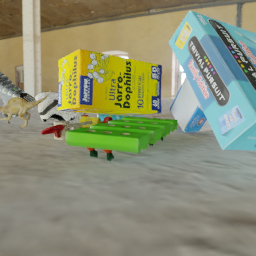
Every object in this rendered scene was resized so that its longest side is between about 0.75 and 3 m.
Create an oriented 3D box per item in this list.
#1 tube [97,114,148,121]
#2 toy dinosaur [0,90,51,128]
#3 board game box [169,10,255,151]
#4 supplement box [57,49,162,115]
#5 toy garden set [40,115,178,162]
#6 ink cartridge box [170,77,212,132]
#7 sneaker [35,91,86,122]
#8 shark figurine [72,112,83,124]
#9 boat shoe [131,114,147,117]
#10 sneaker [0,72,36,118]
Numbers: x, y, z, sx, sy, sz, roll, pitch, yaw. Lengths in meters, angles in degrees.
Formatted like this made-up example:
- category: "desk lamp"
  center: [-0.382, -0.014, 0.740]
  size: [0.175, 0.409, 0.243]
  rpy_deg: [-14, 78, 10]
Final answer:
- category: "tube"
  center: [0.103, -0.113, 7.702]
  size: [1.914, 0.482, 0.741]
  rpy_deg: [1, 30, -12]
- category: "toy dinosaur"
  center: [-3.012, -0.510, 7.948]
  size: [1.802, 0.911, 0.524]
  rpy_deg: [-13, 39, -22]
- category: "board game box"
  center: [2.223, -0.637, 4.391]
  size: [2.760, 2.084, 0.648]
  rpy_deg: [5, -39, -29]
- category: "supplement box"
  center: [-0.432, -1.044, 7.181]
  size: [2.407, 1.310, 1.318]
  rpy_deg: [1, -1, -35]
- category: "toy garden set"
  center: [-0.397, 0.149, 5.397]
  size: [2.204, 0.528, 2.644]
  rpy_deg: [5, 9, 21]
- category: "ink cartridge box"
  center: [2.558, -0.831, 7.642]
  size: [2.300, 1.684, 0.987]
  rpy_deg: [-4, 46, -28]
- category: "sneaker"
  center: [-2.001, -0.668, 10.127]
  size: [2.574, 1.030, 0.949]
  rpy_deg: [-1, -14, -27]
- category: "shark figurine"
  center: [-1.574, -0.390, 8.549]
  size: [0.370, 0.529, 0.886]
  rpy_deg: [-3, -12, -18]
- category: "boat shoe"
  center: [-0.103, -1.134, 10.769]
  size: [2.278, 0.841, 0.971]
  rpy_deg: [27, 19, -46]
- category: "sneaker"
  center: [-3.729, -0.889, 8.390]
  size: [1.804, 1.042, 0.677]
  rpy_deg: [39, 24, -5]
